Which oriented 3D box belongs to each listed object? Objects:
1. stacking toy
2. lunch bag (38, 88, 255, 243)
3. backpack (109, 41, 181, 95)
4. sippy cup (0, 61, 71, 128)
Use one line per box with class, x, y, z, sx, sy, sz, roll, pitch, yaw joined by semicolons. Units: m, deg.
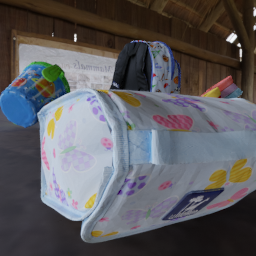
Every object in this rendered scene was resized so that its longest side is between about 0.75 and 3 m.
stacking toy;3.055;-0.694;10.835;2.815;1.189;2.548;-34;0;-44
lunch bag;0.134;0.198;1.953;1.264;0.948;1.491;-1;-5;-31
backpack;0.696;-1.758;9.532;1.911;2.363;2.481;-16;26;-31
sippy cup;-3.276;-1.051;9.657;2.009;2.559;1.875;16;38;11
